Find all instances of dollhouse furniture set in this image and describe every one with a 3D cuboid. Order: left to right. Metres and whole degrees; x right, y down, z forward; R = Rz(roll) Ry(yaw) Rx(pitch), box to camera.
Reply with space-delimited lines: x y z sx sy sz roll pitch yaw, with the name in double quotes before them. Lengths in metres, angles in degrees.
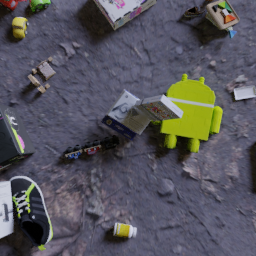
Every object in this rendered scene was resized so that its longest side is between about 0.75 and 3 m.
"dollhouse furniture set" -3.092 -2.026 10.480 1.123 0.548 0.957 -39 88 -2

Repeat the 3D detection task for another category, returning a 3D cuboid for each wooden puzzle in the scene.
"wooden puzzle" 3.597 -4.340 10.564 1.275 0.221 1.890 -39 91 -28

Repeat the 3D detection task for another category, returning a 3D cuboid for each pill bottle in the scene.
"pill bottle" -0.109 3.754 10.216 0.803 0.452 0.452 9 87 1

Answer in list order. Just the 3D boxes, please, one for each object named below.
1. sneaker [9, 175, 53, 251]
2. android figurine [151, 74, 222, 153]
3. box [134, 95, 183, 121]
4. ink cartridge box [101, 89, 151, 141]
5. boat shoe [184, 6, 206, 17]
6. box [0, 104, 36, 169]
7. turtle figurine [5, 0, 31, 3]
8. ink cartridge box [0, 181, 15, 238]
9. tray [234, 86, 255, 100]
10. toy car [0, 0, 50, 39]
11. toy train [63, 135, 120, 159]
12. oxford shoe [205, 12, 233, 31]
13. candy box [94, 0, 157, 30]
"sneaker" -3.443 2.943 9.908 0.992 1.146 2.766 -29 87 -1
"android figurine" 2.187 -0.560 10.376 2.583 0.583 2.838 8 90 1
"box" 1.001 -0.627 9.252 1.029 1.320 0.272 36 66 -29
"ink cartridge box" 0.030 -0.387 10.006 1.479 0.301 1.482 31 105 -22
"boat shoe" 2.609 -4.482 10.728 0.860 0.311 0.311 -18 87 -1
"box" -5.000 0.579 9.793 2.607 1.620 1.936 -25 87 -1
"turtle figurine" -4.386 -5.674 10.136 2.168 1.458 2.896 1 66 -14
"ink cartridge box" -4.823 2.882 9.883 1.322 0.767 1.832 -8 86 25
"tray" 4.451 -1.338 10.672 0.815 0.090 0.438 -9 86 0
"toy car" -3.890 -4.628 10.668 1.869 0.443 1.986 -26 88 -1
"toy train" -1.351 0.746 10.445 2.153 0.367 0.493 -14 99 -2
"oxford shoe" 3.468 -4.055 10.703 1.256 0.363 0.472 34 50 -10
"candy box" -0.170 -5.005 10.548 2.004 0.717 1.681 -35 87 -2
